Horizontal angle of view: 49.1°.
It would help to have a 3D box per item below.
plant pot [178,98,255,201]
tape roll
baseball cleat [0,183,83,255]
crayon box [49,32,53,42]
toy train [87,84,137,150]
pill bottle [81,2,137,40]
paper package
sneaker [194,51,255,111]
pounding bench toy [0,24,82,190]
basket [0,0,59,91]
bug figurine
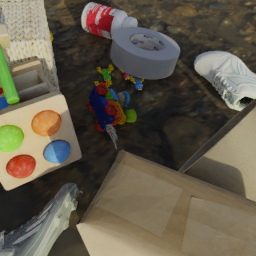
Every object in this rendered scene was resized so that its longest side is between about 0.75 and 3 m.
[{"bbox_3d":[2.757,1.109,5.288,2.633,2.633,2.811,-38,78,-26],"label":"plant pot"},{"bbox_3d":[0.520,-2.377,8.738,2.097,0.693,2.097,8,41,-7],"label":"tape roll"},{"bbox_3d":[-1.907,2.000,5.443,1.281,0.839,2.406,15,52,13],"label":"baseball cleat"},{"bbox_3d":[-3.415,-3.111,9.863,1.166,0.340,1.006,20,53,15],"label":"crayon box"},{"bbox_3d":[-0.232,-0.252,7.327,1.106,0.809,1.912,-4,55,-36],"label":"toy train"},{"bbox_3d":[-0.645,-3.714,9.913,1.820,1.021,1.021,22,55,17],"label":"pill bottle"},{"bbox_3d":[0.731,1.880,4.476,2.590,2.468,1.340,20,54,15],"label":"paper package"},{"bbox_3d":[3.002,-1.257,7.966,2.864,1.007,1.148,37,63,25],"label":"sneaker"},{"bbox_3d":[-2.366,-0.509,5.896,1.766,2.843,2.217,-23,42,-18],"label":"pounding bench toy"},{"bbox_3d":[-3.042,-2.059,7.785,1.865,2.298,2.319,-9,52,-10],"label":"basket"},{"bbox_3d":[-0.278,-1.469,8.512,1.527,0.393,1.184,-10,53,-9],"label":"bug figurine"}]
